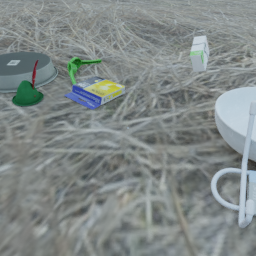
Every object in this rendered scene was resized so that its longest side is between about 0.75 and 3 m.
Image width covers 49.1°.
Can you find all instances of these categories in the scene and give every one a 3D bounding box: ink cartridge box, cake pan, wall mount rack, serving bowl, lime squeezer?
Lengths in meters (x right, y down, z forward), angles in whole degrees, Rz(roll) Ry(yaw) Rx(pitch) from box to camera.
[{"bbox_3d":[1.979,-2.045,7.717,0.341,0.590,0.811,1,54,28],"label":"ink cartridge box"},{"bbox_3d":[-4.056,-2.138,10.218,2.889,0.530,2.889,0,33,0],"label":"cake pan"},{"bbox_3d":[2.884,0.752,4.903,2.605,0.971,2.263,9,59,14],"label":"wall mount rack"},{"bbox_3d":[3.407,0.053,6.474,2.843,0.935,2.843,0,32,0],"label":"serving bowl"},{"bbox_3d":[-1.069,-1.184,8.957,1.404,0.334,1.421,26,39,34],"label":"ink cartridge box"},{"bbox_3d":[-1.866,-2.186,10.506,0.941,0.502,2.664,33,34,-6],"label":"lime squeezer"}]

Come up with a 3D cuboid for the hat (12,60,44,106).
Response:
[{"bbox_3d":[-3.153,-1.379,8.593,0.962,1.023,1.162,-7,34,-11],"label":"hat"}]
